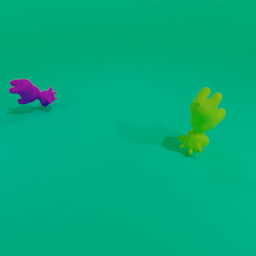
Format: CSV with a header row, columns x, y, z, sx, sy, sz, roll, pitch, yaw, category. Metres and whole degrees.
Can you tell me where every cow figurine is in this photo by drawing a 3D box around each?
x,y,z,sx,sy,sz,roll,pitch,yaw,category
-3.004,-1.142,9.001,1.222,1.242,0.682,-9,60,5,cow figurine
1.744,-0.115,6.835,1.376,1.398,0.767,-47,52,-10,cow figurine
